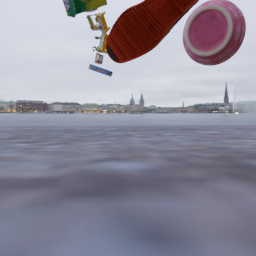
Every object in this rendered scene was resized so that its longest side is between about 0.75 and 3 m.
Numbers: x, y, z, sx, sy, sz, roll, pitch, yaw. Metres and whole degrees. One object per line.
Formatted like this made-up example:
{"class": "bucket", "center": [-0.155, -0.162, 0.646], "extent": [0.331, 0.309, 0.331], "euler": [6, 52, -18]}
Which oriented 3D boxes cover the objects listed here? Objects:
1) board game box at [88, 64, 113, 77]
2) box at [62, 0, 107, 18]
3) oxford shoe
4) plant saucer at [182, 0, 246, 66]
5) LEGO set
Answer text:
{"class": "board game box", "center": [-1.073, -2.280, 11.098], "extent": [0.773, 0.216, 0.757], "euler": [21, 9, 11]}
{"class": "box", "center": [-1.024, -2.994, 4.608], "extent": [0.725, 1.758, 2.996], "euler": [-17, 35, -1]}
{"class": "oxford shoe", "center": [0.692, -2.510, 6.352], "extent": [2.967, 1.056, 1.076], "euler": [-32, 6, 34]}
{"class": "plant saucer", "center": [2.314, -2.690, 7.870], "extent": [1.820, 1.820, 0.461], "euler": [1, 5, 38]}
{"class": "LEGO set", "center": [-1.270, -3.605, 10.837], "extent": [0.813, 2.184, 1.005], "euler": [10, 28, 28]}
